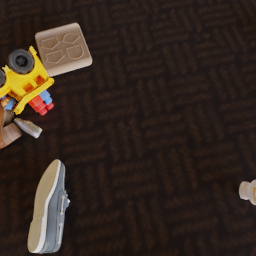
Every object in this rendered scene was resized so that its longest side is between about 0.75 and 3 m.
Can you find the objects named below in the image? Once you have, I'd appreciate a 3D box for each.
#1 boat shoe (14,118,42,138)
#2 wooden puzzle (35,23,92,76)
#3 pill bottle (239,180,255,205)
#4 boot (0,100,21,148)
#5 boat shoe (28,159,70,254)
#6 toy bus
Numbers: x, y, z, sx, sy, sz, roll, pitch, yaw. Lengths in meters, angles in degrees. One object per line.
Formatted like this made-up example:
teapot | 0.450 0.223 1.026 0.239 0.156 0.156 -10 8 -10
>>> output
boat shoe | -3.343 -0.054 9.400 1.100 0.396 0.341 31 67 17
wooden puzzle | -2.457 -2.959 10.696 1.768 0.442 1.909 -18 72 -7
pill bottle | 4.006 1.895 8.040 1.427 0.744 0.744 1 58 46
boot | -4.538 -0.109 9.358 1.478 0.730 1.904 -28 72 -4
boat shoe | -2.214 2.280 8.311 0.833 0.981 2.695 29 52 -35
toy bus | -3.559 -1.214 9.193 2.251 1.528 2.161 -43 109 -25
